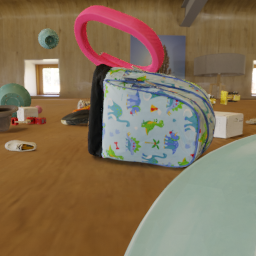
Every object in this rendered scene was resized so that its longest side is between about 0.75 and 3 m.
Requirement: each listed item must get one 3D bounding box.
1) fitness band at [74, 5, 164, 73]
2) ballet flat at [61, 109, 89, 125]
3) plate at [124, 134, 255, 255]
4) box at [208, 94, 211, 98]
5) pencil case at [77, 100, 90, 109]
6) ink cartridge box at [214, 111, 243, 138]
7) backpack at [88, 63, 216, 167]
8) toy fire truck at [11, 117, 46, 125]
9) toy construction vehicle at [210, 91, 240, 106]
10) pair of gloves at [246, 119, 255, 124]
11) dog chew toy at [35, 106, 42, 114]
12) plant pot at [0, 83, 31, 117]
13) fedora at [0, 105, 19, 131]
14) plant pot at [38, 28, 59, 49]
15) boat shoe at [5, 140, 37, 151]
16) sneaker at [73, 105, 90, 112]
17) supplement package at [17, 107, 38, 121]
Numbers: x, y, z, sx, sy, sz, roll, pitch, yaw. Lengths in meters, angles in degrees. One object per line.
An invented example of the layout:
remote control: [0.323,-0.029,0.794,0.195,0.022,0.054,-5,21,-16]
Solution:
fitness band: [-0.254,-2.124,7.178,2.480,1.781,0.464,25,59,15]
ballet flat: [-1.542,-0.356,12.206,2.957,0.840,0.983,-4,30,14]
plate: [1.145,0.704,0.604,2.490,0.318,2.490,1,41,-1]
box: [2.889,-1.103,14.502,2.500,1.329,1.903,1,8,7]
pencil case: [-2.158,-1.377,18.051,2.086,0.812,0.933,-3,-33,-26]
ink cartridge box: [2.924,-0.168,9.800,1.764,0.772,1.282,6,10,44]
backpack: [0.497,-0.179,6.040,2.680,2.186,2.060,6,16,-1]
toy fire truck: [-4.430,-0.313,12.531,1.267,0.309,0.894,3,9,15]
toy construction vehicle: [3.835,-0.779,11.711,1.721,1.499,0.606,0,14,-8]
pair of gloves: [6.079,-0.255,12.461,1.297,0.227,1.103,5,12,43]
dog chew toy: [-5.906,-1.137,17.933,0.518,0.518,0.833,6,18,35]
plant pot: [-6.319,-1.443,15.377,1.913,1.913,1.535,-3,14,-18]
fedora: [-4.990,-0.313,10.607,1.624,0.829,1.837,-3,14,-6]
plant pot: [-3.402,-3.827,12.179,0.877,0.877,0.588,-4,28,-26]
boat shoe: [-2.730,0.471,7.110,0.767,0.272,0.268,5,4,-10]
sneaker: [-2.180,-1.058,16.024,2.214,0.854,0.808,-8,13,-39]
supplement package: [-4.883,-0.660,13.622,0.706,0.697,1.164,-6,10,-35]
